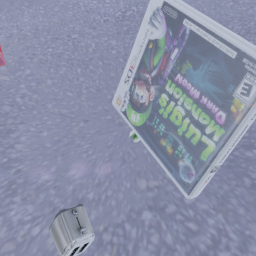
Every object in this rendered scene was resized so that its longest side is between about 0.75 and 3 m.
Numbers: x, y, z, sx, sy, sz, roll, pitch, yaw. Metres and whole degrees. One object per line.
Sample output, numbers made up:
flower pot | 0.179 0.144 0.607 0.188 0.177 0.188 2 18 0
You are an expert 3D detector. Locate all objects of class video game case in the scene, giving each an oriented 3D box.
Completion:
video game case | 0.587 -0.452 3.463 0.232 1.805 1.985 -6 43 -36

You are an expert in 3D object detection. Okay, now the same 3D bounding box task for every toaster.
toaster | -0.804 1.485 3.950 0.456 0.802 0.518 -6 53 -39

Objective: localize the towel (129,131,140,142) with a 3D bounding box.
towel | 1.036 -0.720 5.573 0.262 1.708 2.240 45 53 -1

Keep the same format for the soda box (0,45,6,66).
soda box | -3.748 -1.314 4.990 0.907 1.002 2.861 10 28 30
